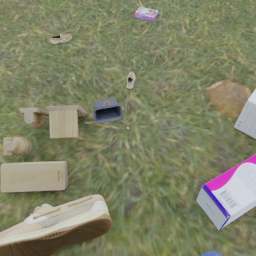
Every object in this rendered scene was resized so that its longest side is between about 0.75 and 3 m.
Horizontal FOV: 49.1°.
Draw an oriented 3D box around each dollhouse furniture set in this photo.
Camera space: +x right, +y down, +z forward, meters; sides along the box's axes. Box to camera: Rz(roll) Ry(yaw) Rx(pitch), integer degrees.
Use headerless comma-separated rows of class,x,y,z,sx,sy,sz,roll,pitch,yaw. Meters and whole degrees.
dollhouse furniture set,-2.229,0.546,7.866,2.012,1.724,2.116,-2,88,-1

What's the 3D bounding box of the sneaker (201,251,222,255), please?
sneaker,1.358,3.175,5.612,1.871,0.825,0.704,-34,59,-24

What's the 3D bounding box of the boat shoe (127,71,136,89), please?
boat shoe,0.100,-1.693,9.617,0.288,0.259,0.798,7,53,5

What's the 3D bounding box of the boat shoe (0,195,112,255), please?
boat shoe,-1.786,2.223,6.290,2.766,0.998,0.898,-15,42,-11

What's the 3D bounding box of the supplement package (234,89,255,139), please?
supplement package,4.470,-0.206,7.873,2.276,1.247,1.295,32,59,21

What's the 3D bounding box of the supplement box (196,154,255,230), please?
supplement box,2.684,1.526,6.790,1.779,0.919,0.900,-25,56,-16

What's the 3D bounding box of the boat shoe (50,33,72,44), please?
boat shoe,-2.623,-3.544,10.989,0.872,0.290,0.323,-22,56,-16

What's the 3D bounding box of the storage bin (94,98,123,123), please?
storage bin,-0.666,-0.619,8.643,0.869,0.632,0.583,-12,44,-9

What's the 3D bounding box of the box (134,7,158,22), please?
box,0.793,-4.924,12.097,0.900,0.176,0.616,18,55,13
